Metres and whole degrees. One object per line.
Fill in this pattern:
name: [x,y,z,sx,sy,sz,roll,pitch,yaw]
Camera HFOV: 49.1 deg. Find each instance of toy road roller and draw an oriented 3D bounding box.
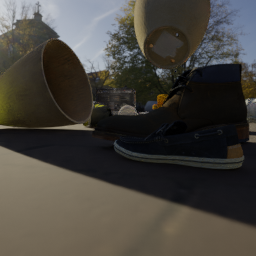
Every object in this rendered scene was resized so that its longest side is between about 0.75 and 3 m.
toy road roller: [2.233,-1.113,15.117,1.864,1.361,1.145,-2,4,-23]

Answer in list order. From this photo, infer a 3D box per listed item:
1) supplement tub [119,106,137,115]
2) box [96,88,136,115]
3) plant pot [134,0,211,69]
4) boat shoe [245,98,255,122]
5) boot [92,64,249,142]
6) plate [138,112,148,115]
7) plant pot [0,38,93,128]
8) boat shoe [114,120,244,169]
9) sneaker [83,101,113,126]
supplement tub: [0.001,-0.531,11.054,0.712,0.712,1.015,0,4,0]
box: [-0.663,-1.266,15.058,2.137,1.692,0.516,0,4,10]
plant pot: [1.204,-2.908,8.210,2.483,2.483,2.652,1,40,12]
boat shoe: [5.091,-0.780,12.229,1.253,1.086,2.939,0,2,-6]
boot: [0.738,-0.401,4.412,2.687,1.302,1.004,-2,4,-23]
plate: [2.200,-0.427,11.457,2.885,0.467,2.891,3,4,24]
plant pot: [-2.724,-0.959,8.121,2.581,2.418,2.418,-16,-2,20]
boat shoe: [0.465,0.137,2.922,1.409,0.438,0.525,1,5,36]
sneaker: [-1.002,-0.428,9.967,0.963,0.848,2.277,6,13,1]
